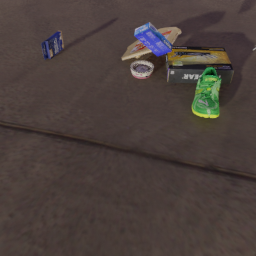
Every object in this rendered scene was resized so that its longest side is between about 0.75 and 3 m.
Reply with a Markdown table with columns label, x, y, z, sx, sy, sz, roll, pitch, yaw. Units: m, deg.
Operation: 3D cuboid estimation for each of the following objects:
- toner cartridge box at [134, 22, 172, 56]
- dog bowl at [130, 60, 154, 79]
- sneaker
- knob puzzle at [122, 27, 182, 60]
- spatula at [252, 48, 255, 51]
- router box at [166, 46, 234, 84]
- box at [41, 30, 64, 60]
| label | x | y | z | sx | sy | sz | roll | pitch | yaw |
| --- | --- | --- | --- | --- | --- | --- | --- | --- | --- |
| toner cartridge box | 0.832 | -2.815 | 8.992 | 0.597 | 1.257 | 0.271 | -11 | 62 | 40 |
| dog bowl | 0.597 | -2.479 | 11.959 | 1.007 | 0.371 | 1.007 | 0 | 42 | 0 |
| sneaker | 2.841 | -1.325 | 10.132 | 0.965 | 1.089 | 2.606 | 4 | 42 | 10 |
| knob puzzle | 1.227 | -3.973 | 13.068 | 3.019 | 0.419 | 3.019 | -21 | 29 | 12 |
| spatula | 6.525 | -4.179 | 13.575 | 1.137 | 0.791 | 0.091 | -36 | 74 | -22 |
| router box | 2.953 | -2.734 | 11.990 | 2.597 | 0.678 | 2.042 | 2 | 42 | 2 |
| box | -3.491 | -3.842 | 13.078 | 0.234 | 0.876 | 1.447 | 16 | 45 | 15 |
